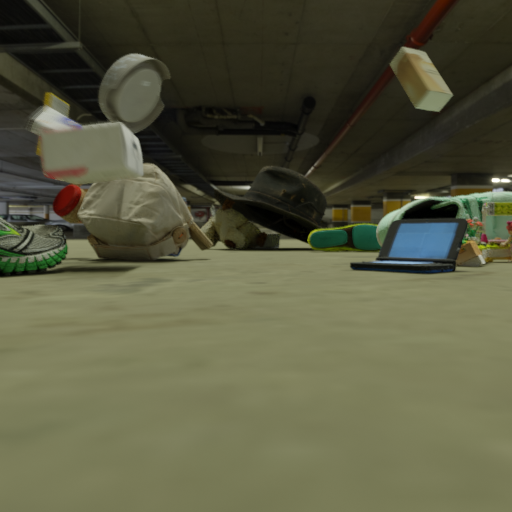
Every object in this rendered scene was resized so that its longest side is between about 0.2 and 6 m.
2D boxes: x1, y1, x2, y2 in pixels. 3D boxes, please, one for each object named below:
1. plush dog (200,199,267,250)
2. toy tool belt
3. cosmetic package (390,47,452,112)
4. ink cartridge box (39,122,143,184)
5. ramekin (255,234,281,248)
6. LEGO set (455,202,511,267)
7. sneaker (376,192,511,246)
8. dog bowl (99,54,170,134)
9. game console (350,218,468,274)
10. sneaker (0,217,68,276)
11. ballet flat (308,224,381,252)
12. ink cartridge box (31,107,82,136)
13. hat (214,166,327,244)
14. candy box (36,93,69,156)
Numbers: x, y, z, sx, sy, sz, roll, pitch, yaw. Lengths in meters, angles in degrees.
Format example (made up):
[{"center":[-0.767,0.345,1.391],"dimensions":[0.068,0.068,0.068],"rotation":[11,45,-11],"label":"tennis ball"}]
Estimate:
[{"center":[-0.499,-0.681,15.242],"dimensions":[1.476,1.379,1.718],"rotation":[31,-17,-38],"label":"plush dog"},{"center":[-2.022,-0.518,9.173],"dimensions":[2.533,1.581,1.556],"rotation":[4,-25,38],"label":"toy tool belt"},{"center":[3.450,-3.705,11.759],"dimensions":[0.721,1.371,0.487],"rotation":[-2,-33,-30],"label":"cosmetic package"},{"center":[-1.918,-1.195,6.709],"dimensions":[0.932,0.543,1.280],"rotation":[-7,2,-3],"label":"ink cartridge box"},{"center":[0.286,-0.442,16.676],"dimensions":[0.893,0.435,0.893],"rotation":[0,3,0],"label":"ramekin"},{"center":[3.299,-0.329,7.671],"dimensions":[2.342,0.872,1.077],"rotation":[-1,2,-27],"label":"LEGO set"},{"center":[4.154,-0.637,10.911],"dimensions":[3.301,1.215,1.947],"rotation":[-10,-4,1],"label":"sneaker"},{"center":[-2.110,-2.820,9.660],"dimensions":[0.407,1.389,1.389],"rotation":[36,16,18],"label":"dog bowl"},{"center":[1.655,-0.126,6.131],"dimensions":[0.856,0.593,1.002],"rotation":[-1,1,-42],"label":"game console"},{"center":[-2.550,-0.218,5.293],"dimensions":[0.767,0.837,1.965],"rotation":[1,2,24],"label":"sneaker"},{"center":[2.175,-0.369,12.895],"dimensions":[1.952,0.652,0.654],"rotation":[-1,-11,10],"label":"ballet flat"},{"center":[-2.560,-1.666,8.143],"dimensions":[1.264,0.234,0.598],"rotation":[27,28,-16],"label":"ink cartridge box"},{"center":[0.793,-1.525,15.427],"dimensions":[3.803,1.534,3.803],"rotation":[23,-3,1],"label":"hat"},{"center":[-3.443,-2.153,9.498],"dimensions":[0.140,1.059,0.541],"rotation":[5,-6,13],"label":"candy box"}]
